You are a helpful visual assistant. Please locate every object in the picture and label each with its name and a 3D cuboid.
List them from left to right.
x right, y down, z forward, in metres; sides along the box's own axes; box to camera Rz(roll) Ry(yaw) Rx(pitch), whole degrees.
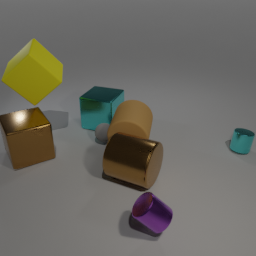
[{"bbox_3d":[-3.417,0.310,9.478,1.400,1.400,1.400,-17,36,-27],"label":"cube"},{"bbox_3d":[-3.272,-1.947,9.779,1.400,1.400,1.400,-36,36,17],"label":"cube"},{"bbox_3d":[-1.032,-0.785,11.550,1.400,1.400,1.400,10,30,17],"label":"cube"},{"bbox_3d":[-0.878,0.165,10.374,0.700,0.700,0.700,0,29,0],"label":"ball"},{"bbox_3d":[0.102,-0.053,9.752,1.400,1.400,1.400,5,36,9],"label":"cylinder"},{"bbox_3d":[0.174,0.940,8.393,1.400,1.400,1.400,14,31,23],"label":"cylinder"},{"bbox_3d":[0.567,1.975,6.560,0.700,0.700,0.700,41,20,-19],"label":"cylinder"},{"bbox_3d":[4.045,0.449,9.937,0.700,0.700,0.700,6,23,-2],"label":"cylinder"}]
